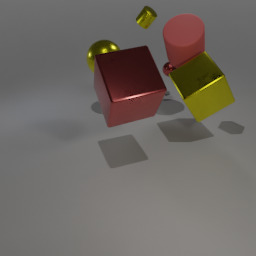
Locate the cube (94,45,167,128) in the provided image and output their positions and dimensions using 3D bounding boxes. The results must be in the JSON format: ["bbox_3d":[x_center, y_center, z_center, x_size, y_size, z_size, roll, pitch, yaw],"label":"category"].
[{"bbox_3d":[-0.023,-1.047,7.263,1.400,1.400,1.400,-15,68,-14],"label":"cube"}]

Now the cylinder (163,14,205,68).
[{"bbox_3d":[2.031,-3.070,10.050,1.400,1.400,1.400,-6,66,13],"label":"cylinder"}]

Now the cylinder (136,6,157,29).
[{"bbox_3d":[0.810,-4.855,12.312,0.700,0.700,0.700,23,44,-25],"label":"cylinder"}]

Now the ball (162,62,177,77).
[{"bbox_3d":[1.984,-2.787,13.263,0.700,0.700,0.700,0,30,0],"label":"ball"}]

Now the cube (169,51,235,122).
[{"bbox_3d":[2.420,-1.333,9.224,1.400,1.400,1.400,-31,47,14],"label":"cube"}]

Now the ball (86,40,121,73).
[{"bbox_3d":[-0.889,-2.648,10.711,1.400,1.400,1.400,0,30,0],"label":"ball"}]
